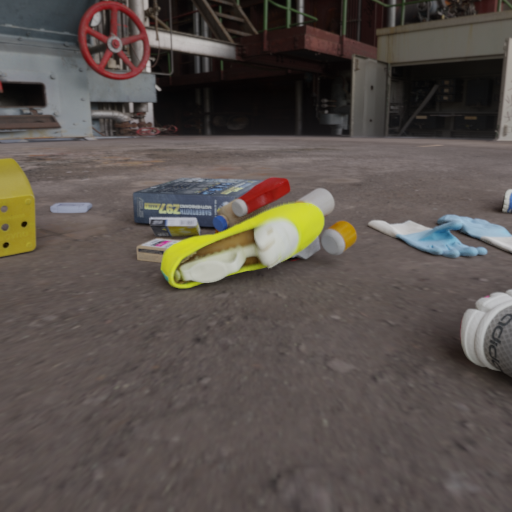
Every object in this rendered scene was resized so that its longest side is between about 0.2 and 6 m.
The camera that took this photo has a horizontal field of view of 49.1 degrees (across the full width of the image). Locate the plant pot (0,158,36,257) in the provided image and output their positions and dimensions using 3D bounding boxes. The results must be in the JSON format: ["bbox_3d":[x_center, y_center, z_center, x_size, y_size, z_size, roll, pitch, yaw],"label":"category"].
[{"bbox_3d":[-5.344,-0.833,11.205,1.578,1.789,1.789,27,29,38],"label":"plant pot"}]

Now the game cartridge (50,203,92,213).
[{"bbox_3d":[-5.171,-1.342,15.652,1.014,0.207,0.675,-1,12,-2],"label":"game cartridge"}]

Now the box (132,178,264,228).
[{"bbox_3d":[-1.333,-1.472,14.831,2.650,0.857,3.361,3,15,13],"label":"box"}]

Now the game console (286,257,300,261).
[{"bbox_3d":[0.622,-0.316,11.265,1.009,0.869,0.599,13,-6,39],"label":"game console"}]

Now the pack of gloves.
[{"bbox_3d":[4.491,-0.677,12.411,2.792,0.656,3.323,-5,17,-14],"label":"pack of gloves"}]

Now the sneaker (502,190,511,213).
[{"bbox_3d":[7.629,-1.555,15.577,0.913,0.804,2.048,22,34,37],"label":"sneaker"}]

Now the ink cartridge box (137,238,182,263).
[{"bbox_3d":[-1.862,-0.112,11.012,0.655,0.299,0.795,4,15,19],"label":"ink cartridge box"}]

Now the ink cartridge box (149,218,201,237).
[{"bbox_3d":[-1.786,-0.592,12.522,1.025,0.244,1.037,-1,-18,1],"label":"ink cartridge box"}]

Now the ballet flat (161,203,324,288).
[{"bbox_3d":[-0.171,-0.072,9.160,2.854,0.953,0.957,-17,22,-1],"label":"ballet flat"}]

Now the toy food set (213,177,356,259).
[{"bbox_3d":[0.268,-0.565,10.566,2.987,1.426,1.344,15,37,42],"label":"toy food set"}]

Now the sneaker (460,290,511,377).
[{"bbox_3d":[3.932,0.856,6.054,3.131,1.155,1.370,-7,17,-10],"label":"sneaker"}]
